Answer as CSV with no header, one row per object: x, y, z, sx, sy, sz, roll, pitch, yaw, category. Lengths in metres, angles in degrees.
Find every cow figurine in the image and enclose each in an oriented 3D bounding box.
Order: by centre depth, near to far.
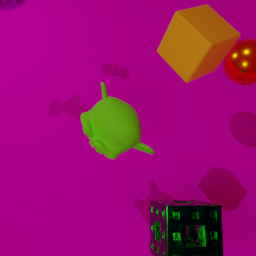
-2.920,-2.752,6.045,1.104,0.606,1.087,35,67,29,cow figurine

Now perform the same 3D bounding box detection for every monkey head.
-0.279,0.020,5.161,0.973,1.161,1.614,-34,81,-13,monkey head

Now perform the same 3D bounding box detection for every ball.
2.773,-1.531,6.537,1.060,1.060,1.060,0,69,0,ball

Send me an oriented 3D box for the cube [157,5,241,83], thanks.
1.075,-1.317,4.368,0.767,0.767,0.767,-26,69,-32,cube

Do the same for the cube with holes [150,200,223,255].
0.949,1.744,4.773,0.930,0.930,0.930,3,81,-12,cube with holes
